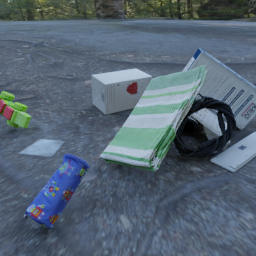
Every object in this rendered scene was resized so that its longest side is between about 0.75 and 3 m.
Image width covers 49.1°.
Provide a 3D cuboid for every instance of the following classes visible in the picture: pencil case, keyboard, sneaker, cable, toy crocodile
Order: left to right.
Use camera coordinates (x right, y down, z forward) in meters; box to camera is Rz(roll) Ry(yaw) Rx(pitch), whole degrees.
[{"bbox_3d":[-3.777,-0.605,8.775,2.130,0.719,0.658,33,9,31],"label":"toy crocodile"},{"bbox_3d":[-1.294,1.139,5.201,0.605,0.544,1.394,17,65,34],"label":"pencil case"},{"bbox_3d":[1.539,-0.198,8.617,1.790,0.595,0.810,19,28,29],"label":"sneaker"},{"bbox_3d":[1.960,0.044,7.366,1.466,1.797,0.456,32,-10,4],"label":"cable"},{"bbox_3d":[3.190,0.586,7.604,2.403,0.128,0.676,-21,28,-37],"label":"keyboard"}]

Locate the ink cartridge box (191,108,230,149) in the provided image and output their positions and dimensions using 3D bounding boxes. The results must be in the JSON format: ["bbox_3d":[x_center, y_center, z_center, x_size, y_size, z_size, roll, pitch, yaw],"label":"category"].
[{"bbox_3d":[2.342,-0.103,8.090,1.353,0.339,1.089,35,34,6],"label":"ink cartridge box"}]

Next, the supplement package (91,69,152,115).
[{"bbox_3d":[-0.227,-1.403,10.406,1.941,1.177,1.162,-15,32,-27],"label":"supplement package"}]

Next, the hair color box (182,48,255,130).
[{"bbox_3d":[2.842,-1.185,8.574,2.525,1.263,0.764,33,25,-7],"label":"hair color box"}]

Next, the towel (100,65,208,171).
[{"bbox_3d":[0.579,-0.292,6.740,2.127,0.326,2.788,-1,51,55],"label":"towel"}]
